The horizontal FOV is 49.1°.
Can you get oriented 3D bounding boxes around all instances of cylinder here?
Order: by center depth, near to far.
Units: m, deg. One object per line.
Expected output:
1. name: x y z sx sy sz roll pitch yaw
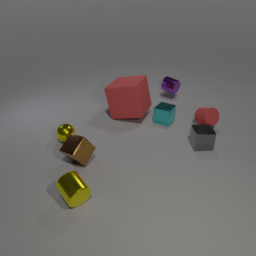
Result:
1. cylinder: -1.459 1.631 7.508 0.700 0.700 0.700 -22 51 -34
2. cylinder: 3.115 -0.462 11.070 0.700 0.700 0.700 -13 9 -22
3. cylinder: 2.092 -2.092 13.682 0.700 0.700 0.700 28 39 29

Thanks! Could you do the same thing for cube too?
1. cube: -1.613 0.685 8.996 0.700 0.700 0.700 13 64 38
2. cube: 2.645 0.339 9.957 0.700 0.700 0.700 -1 29 -4
3. cube: 1.522 -0.588 11.599 0.700 0.700 0.700 17 34 27
4. cube: 0.041 -1.314 11.817 1.400 1.400 1.400 -1 27 25

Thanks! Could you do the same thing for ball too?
1. ball: -2.278 0.180 10.257 0.700 0.700 0.700 0 29 0
